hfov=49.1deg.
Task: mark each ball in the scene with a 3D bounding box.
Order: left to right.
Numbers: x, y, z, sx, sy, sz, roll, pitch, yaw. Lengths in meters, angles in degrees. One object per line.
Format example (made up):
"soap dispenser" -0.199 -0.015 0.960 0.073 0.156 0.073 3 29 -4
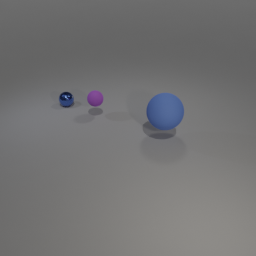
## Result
"ball" -2.902 -1.361 13.183 0.700 0.700 0.700 0 31 0
"ball" -1.403 -1.265 12.039 0.700 0.700 0.700 0 31 0
"ball" 1.388 -0.615 10.481 1.400 1.400 1.400 0 31 0
